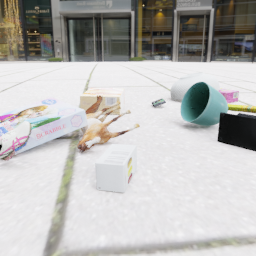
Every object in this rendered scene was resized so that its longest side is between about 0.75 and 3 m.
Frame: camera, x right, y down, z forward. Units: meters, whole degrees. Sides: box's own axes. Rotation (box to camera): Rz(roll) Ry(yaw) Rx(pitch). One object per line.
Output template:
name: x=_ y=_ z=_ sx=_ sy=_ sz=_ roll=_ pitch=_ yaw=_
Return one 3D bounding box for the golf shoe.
golf shoe: x=-2.832 y=0.296 z=6.791 sx=0.434 sy=1.194 sz=0.550 roll=44 pitch=4 yaw=34

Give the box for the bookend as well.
bookend: x=4.230 y=-0.024 z=8.600 sx=2.075 sy=0.962 sz=2.089 roll=16 pitch=22 yaw=42

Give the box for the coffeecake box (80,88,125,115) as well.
coffeecake box: x=-1.113 y=-1.291 z=13.039 sx=1.745 sy=0.831 sz=2.274 roll=1 pitch=17 yaw=4

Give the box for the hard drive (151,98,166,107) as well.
hard drive: x=1.482 y=-1.230 z=13.587 sx=0.604 sy=0.164 sz=0.864 roll=-21 pitch=13 yaw=1

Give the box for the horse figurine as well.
horse figurine: x=-0.893 y=-0.168 z=9.048 sx=1.913 sy=0.721 sz=2.887 roll=-28 pitch=30 yaw=-8

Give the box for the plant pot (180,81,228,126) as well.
plant pot: x=2.838 y=-0.753 z=10.119 sx=1.209 sy=1.507 sz=1.507 roll=19 pitch=7 yaw=-26

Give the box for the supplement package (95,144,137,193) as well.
supplement package: x=-0.226 y=0.855 z=6.201 sx=0.628 sy=0.652 sz=1.147 roll=3 pitch=18 yaw=14

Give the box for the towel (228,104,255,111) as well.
towel: x=5.037 y=-0.958 z=13.115 sx=2.393 sy=0.216 sz=1.030 roll=8 pitch=13 yaw=28

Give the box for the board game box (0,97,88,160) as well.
board game box: x=-3.072 y=-0.156 z=8.886 sx=2.667 sy=0.550 sz=2.673 roll=-25 pitch=27 yaw=-30

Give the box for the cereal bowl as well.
cereal bowl: x=3.537 y=-2.341 z=15.143 sx=2.638 sy=1.099 sz=2.638 roll=-14 pitch=14 yaw=3

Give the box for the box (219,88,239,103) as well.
box: x=5.061 y=-1.726 z=14.920 sx=1.065 sy=0.585 sz=1.211 roll=-11 pitch=19 yaw=-33
